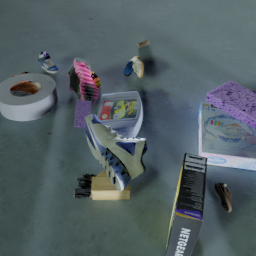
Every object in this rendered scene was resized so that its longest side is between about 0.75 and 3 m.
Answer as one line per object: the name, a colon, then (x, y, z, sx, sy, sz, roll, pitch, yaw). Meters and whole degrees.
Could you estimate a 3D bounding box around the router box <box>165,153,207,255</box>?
router box: (1.453, 2.115, 7.099, 0.612, 2.344, 1.843, 10, 41, 10)

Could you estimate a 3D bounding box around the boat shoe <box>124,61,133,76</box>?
boat shoe: (0.082, -2.978, 14.447, 0.519, 0.423, 1.232, 17, 44, 7)

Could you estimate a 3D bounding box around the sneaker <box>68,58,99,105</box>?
sneaker: (-2.204, -1.919, 12.916, 1.047, 1.264, 2.651, 18, 46, -43)

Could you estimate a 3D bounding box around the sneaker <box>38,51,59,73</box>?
sneaker: (-4.162, -3.478, 14.585, 1.302, 0.953, 0.525, 31, 50, 31)

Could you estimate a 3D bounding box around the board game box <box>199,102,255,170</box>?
board game box: (4.168, 0.263, 10.517, 2.933, 0.636, 2.918, 7, 42, 8)

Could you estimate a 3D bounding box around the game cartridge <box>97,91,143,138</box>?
game cartridge: (-0.313, -0.597, 11.468, 1.812, 0.557, 2.723, -2, 41, 5)

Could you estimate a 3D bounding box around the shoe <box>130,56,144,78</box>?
shoe: (0.450, -3.125, 14.394, 0.563, 0.737, 2.107, -4, 33, -3)

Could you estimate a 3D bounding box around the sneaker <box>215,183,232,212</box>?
sneaker: (3.043, 2.094, 8.635, 0.394, 0.367, 1.042, -3, 42, -8)

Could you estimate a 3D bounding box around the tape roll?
tape roll: (-4.398, -1.406, 12.288, 2.555, 0.844, 2.555, 1, 40, 0)

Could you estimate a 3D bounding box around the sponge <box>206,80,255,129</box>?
sponge: (4.707, -0.858, 10.970, 1.635, 0.437, 2.930, -27, 47, -29)

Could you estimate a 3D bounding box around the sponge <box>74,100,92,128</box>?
sponge: (-1.807, -0.561, 11.209, 0.605, 0.162, 1.084, 6, 81, -14)

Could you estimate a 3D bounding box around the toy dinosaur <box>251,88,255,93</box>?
toy dinosaur: (5.853, -1.403, 12.362, 2.611, 0.620, 1.151, 12, 10, 15)

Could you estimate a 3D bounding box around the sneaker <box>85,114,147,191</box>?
sneaker: (-0.256, 0.623, 8.955, 1.517, 1.061, 2.626, -22, 59, -23)

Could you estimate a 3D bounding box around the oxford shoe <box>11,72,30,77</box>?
oxford shoe: (-5.222, -2.604, 13.977, 1.286, 0.458, 0.459, -4, 43, -2)

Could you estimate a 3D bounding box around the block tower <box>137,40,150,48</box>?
block tower: (0.922, -5.100, 16.996, 0.902, 0.261, 0.244, -30, 49, -32)

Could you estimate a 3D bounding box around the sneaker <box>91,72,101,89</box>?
sneaker: (-1.754, -2.513, 13.651, 0.561, 0.722, 1.605, -19, 45, -21)

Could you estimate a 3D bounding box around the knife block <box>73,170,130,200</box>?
knife block: (-0.875, 1.952, 8.689, 1.549, 0.496, 1.360, 34, 54, 30)
